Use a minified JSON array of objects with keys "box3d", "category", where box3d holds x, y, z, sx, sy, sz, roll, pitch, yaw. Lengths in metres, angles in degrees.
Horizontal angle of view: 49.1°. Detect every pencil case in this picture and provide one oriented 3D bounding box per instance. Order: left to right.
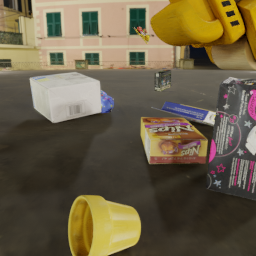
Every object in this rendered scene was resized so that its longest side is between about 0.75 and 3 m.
[{"box3d":[-1.161,-1.205,12.420,0.864,0.776,1.989,-25,20,-8],"category":"pencil case"}]

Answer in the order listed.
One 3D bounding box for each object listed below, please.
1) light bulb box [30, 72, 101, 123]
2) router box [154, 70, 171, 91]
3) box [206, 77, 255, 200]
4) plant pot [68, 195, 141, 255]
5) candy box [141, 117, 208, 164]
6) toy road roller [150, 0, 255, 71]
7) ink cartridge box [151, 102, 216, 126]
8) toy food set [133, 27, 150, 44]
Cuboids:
[{"box3d":[-2.486,-1.309,11.111,2.102,1.324,2.121,-15,26,-31],"category":"light bulb box"},{"box3d":[1.341,-1.827,10.742,0.283,0.682,0.910,11,22,32],"category":"router box"},{"box3d":[2.191,0.126,5.070,1.111,1.937,1.280,11,18,24],"category":"box"},{"box3d":[-0.265,1.220,3.452,0.717,0.762,0.762,8,9,-31],"category":"plant pot"},{"box3d":[1.073,0.242,7.263,1.314,0.636,2.251,0,16,-3],"category":"candy box"},{"box3d":[1.864,-2.277,6.264,2.138,2.929,1.800,-39,23,-11],"category":"toy road roller"},{"box3d":[2.151,-0.472,9.229,2.009,0.472,1.986,15,4,-36],"category":"ink cartridge box"},{"box3d":[0.726,-4.477,13.229,0.724,0.402,1.231,35,21,-45],"category":"toy food set"}]
